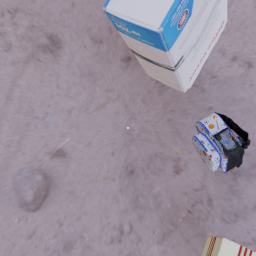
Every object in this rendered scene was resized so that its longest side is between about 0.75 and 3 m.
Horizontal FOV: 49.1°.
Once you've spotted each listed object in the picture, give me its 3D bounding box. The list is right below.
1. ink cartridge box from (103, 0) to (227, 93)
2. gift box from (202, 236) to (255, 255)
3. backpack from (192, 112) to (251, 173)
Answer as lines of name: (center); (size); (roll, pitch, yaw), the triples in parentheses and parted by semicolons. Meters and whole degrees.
ink cartridge box: (0.965, -2.196, 5.464); (1.210, 2.818, 2.063); (29, 88, 21)
gift box: (1.990, 3.000, 5.829); (1.273, 1.175, 1.189); (21, 70, 10)
backpack: (1.592, 0.257, 5.034); (0.784, 1.018, 0.969); (-21, 58, 0)
